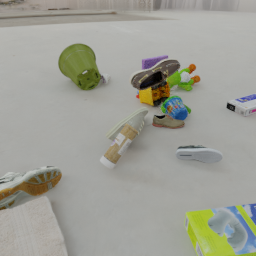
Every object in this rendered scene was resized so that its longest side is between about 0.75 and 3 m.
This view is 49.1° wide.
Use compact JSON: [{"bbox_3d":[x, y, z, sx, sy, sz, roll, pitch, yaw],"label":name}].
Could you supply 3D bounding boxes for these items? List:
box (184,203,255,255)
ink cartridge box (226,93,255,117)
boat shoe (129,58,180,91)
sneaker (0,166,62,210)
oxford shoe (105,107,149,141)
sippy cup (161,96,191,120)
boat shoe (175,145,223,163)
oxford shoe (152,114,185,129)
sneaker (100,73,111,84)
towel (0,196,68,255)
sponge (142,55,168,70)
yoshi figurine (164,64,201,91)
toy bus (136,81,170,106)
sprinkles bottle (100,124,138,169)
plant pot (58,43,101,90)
[{"bbox_3d":[2.470,2.361,6.207,2.116,0.504,1.290,-5,30,-8],"label":"box"},{"bbox_3d":[5.567,-1.098,12.511,2.193,0.407,1.039,-18,33,-25],"label":"ink cartridge box"},{"bbox_3d":[1.135,-2.014,10.657,2.186,0.785,0.651,-23,47,-18],"label":"boat shoe"},{"bbox_3d":[-2.884,1.423,7.580,2.106,0.796,0.923,-19,34,-31],"label":"sneaker"},{"bbox_3d":[0.129,-0.047,10.286,0.799,1.041,2.768,47,32,2],"label":"oxford shoe"},{"bbox_3d":[1.988,-0.723,11.443,1.174,0.922,0.860,-28,44,-1],"label":"sippy cup"},{"bbox_3d":[2.279,0.754,9.034,1.469,0.530,0.521,5,34,13],"label":"boat shoe"},{"bbox_3d":[1.595,-0.280,10.946,1.277,0.477,0.450,1,29,3],"label":"oxford shoe"},{"bbox_3d":[-1.193,-2.783,15.466,0.596,0.448,1.196,-7,30,-12],"label":"sneaker"},{"bbox_3d":[-2.280,2.514,5.986,1.683,0.438,2.539,-13,32,-24],"label":"towel"},{"bbox_3d":[1.574,-3.628,16.392,1.839,1.026,0.274,-18,33,-29],"label":"sponge"},{"bbox_3d":[2.716,-2.560,14.276,2.381,1.333,1.338,-23,43,-30],"label":"yoshi figurine"},{"bbox_3d":[1.099,-1.631,13.078,1.363,0.963,1.419,6,23,44],"label":"toy bus"},{"bbox_3d":[-0.271,0.564,8.625,0.487,0.487,1.427,34,88,45],"label":"sprinkles bottle"},{"bbox_3d":[-2.349,-3.002,14.635,2.109,2.109,2.003,-13,45,-22],"label":"plant pot"}]
